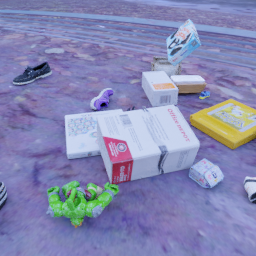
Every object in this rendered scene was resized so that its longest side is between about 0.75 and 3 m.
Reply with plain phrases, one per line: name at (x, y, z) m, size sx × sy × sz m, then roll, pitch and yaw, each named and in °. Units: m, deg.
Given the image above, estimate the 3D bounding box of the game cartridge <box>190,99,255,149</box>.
game cartridge at (4.358, -0.289, 11.785) m, size 2.791 × 0.453 × 2.460 m, roll -19°, pitch 37°, yaw -29°

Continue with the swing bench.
swing bench at (2.201, -3.389, 16.071) m, size 1.700 × 1.109 × 1.709 m, roll 5°, pitch 28°, yaw 9°

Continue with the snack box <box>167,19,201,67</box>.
snack box at (1.781, -2.835, 9.211) m, size 0.334 × 1.046 × 1.801 m, roll 39°, pitch 31°, yaw -23°

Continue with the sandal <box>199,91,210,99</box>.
sandal at (3.897, -1.715, 14.115) m, size 0.309 × 0.339 × 0.778 m, roll 24°, pitch 38°, yaw 35°

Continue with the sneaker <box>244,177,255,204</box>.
sneaker at (4.517, 1.684, 8.434) m, size 2.078 × 0.766 × 0.831 m, roll -3°, pitch 31°, yaw -5°

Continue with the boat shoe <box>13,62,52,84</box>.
boat shoe at (-5.462, -3.177, 15.936) m, size 2.455 × 0.814 × 0.918 m, roll -28°, pitch 42°, yaw -36°

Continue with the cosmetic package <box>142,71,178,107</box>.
cosmetic package at (1.554, -2.025, 14.100) m, size 1.233 × 0.867 × 2.432 m, roll -6°, pitch 32°, yaw -9°

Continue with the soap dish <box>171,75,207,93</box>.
soap dish at (3.035, -2.260, 14.483) m, size 1.697 × 0.689 × 1.335 m, roll -2°, pitch 23°, yaw -2°

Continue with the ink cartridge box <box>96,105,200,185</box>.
ink cartridge box at (0.582, 0.471, 9.523) m, size 2.943 × 1.232 × 2.123 m, roll -10°, pitch 46°, yaw -14°

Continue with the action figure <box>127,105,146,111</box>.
action figure at (0.473, -0.650, 12.241) m, size 0.685 × 0.588 × 1.153 m, roll -14°, pitch 32°, yaw -39°

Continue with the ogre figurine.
ogre figurine at (-1.383, 2.002, 7.738) m, size 2.048 × 1.005 × 1.228 m, roll 15°, pitch 22°, yaw 2°

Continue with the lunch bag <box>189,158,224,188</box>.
lunch bag at (2.531, 1.468, 8.965) m, size 0.739 × 0.554 × 0.872 m, roll -23°, pitch 45°, yaw -31°

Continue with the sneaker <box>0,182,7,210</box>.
sneaker at (-4.578, 2.391, 7.241) m, size 1.631 × 1.060 × 2.824 m, roll 1°, pitch 22°, yaw 11°

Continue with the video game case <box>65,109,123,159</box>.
video game case at (-1.202, 0.137, 11.218) m, size 2.531 × 0.329 × 2.781 m, roll -7°, pitch 34°, yaw -10°

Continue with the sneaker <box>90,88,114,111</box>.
sneaker at (-1.131, -1.294, 13.382) m, size 0.674 × 0.651 × 1.616 m, roll 29°, pitch 49°, yaw 14°
